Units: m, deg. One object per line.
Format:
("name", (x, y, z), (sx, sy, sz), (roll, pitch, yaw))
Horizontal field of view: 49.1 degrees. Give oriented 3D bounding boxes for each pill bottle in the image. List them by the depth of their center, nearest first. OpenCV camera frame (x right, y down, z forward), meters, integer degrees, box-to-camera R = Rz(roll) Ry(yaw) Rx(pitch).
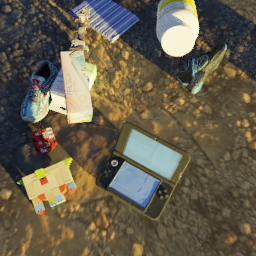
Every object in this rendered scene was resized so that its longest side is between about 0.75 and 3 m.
("pill bottle", (1.764, -3.746, 10.073), (1.473, 1.473, 2.612), (5, 45, 3))

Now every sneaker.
("sneaker", (-3.794, -1.605, 11.592), (1.141, 1.374, 2.877), (11, 64, 5))
("sneaker", (3.294, -2.889, 12.397), (1.202, 1.074, 2.935), (36, 69, 16))

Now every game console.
("game console", (0.438, 1.512, 9.950), (2.700, 1.598, 2.305), (28, 66, 14))

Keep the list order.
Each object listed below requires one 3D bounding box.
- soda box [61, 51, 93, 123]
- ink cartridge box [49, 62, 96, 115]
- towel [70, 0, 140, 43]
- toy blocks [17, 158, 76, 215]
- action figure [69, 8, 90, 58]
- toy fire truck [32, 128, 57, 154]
("soda box", (-2.040, -1.628, 10.980), (0.956, 0.889, 2.795), (-6, 69, -13))
("ink cartridge box", (-2.376, -1.764, 11.928), (1.375, 0.790, 2.348), (18, 65, 1))
("towel", (-1.206, -5.665, 14.234), (2.960, 0.353, 2.143), (37, 67, 15))
("toy blocks", (-2.743, 2.160, 10.084), (2.091, 1.045, 1.430), (-23, 77, -10))
("action figure", (-2.188, -4.512, 13.027), (0.828, 1.554, 2.388), (3, 74, -3))
("toy fire truck", (-3.280, 0.498, 11.066), (0.868, 0.579, 1.033), (-15, 64, -28))
